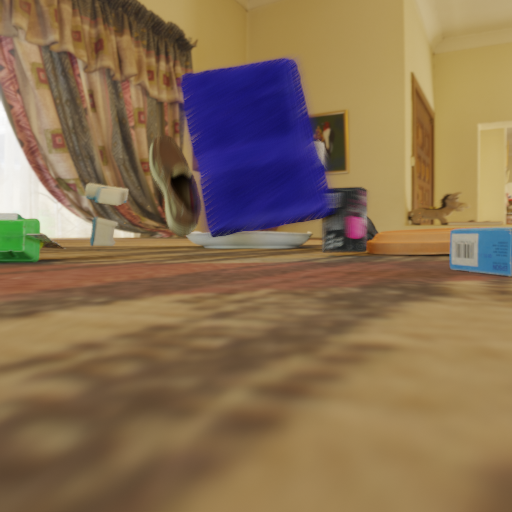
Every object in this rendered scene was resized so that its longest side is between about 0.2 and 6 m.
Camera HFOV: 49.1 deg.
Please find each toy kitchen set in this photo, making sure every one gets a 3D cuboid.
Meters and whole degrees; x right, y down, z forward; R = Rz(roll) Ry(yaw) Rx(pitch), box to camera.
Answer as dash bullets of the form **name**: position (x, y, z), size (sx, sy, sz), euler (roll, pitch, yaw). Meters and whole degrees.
- **toy kitchen set**: position (-3.537, -0.940, 12.727), size (0.923, 1.255, 1.566), euler (8, 8, -7)

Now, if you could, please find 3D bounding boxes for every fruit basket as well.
- **fruit basket**: position (-3.341, -0.222, 7.581), size (1.250, 0.633, 1.350), euler (0, -1, -7)

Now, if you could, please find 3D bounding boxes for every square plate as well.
- **square plate**: position (-0.101, -0.442, 14.927), size (3.158, 0.449, 3.128), euler (0, 3, 4)

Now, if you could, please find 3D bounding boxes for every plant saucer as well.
- **plant saucer**: position (3.291, -0.296, 10.289), size (2.498, 0.403, 2.498), euler (-4, 4, 0)

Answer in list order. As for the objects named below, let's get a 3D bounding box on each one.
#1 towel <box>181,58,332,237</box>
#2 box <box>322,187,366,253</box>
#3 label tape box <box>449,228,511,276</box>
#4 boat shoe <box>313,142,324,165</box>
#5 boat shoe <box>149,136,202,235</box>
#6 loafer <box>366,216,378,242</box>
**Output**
- **towel**: position (-0.001, -1.713, 8.602), size (1.946, 2.636, 0.653), euler (-11, -9, -9)
- **box**: position (1.455, -0.577, 9.231), size (0.690, 1.044, 0.599), euler (0, 0, 17)
- **label tape box**: position (2.771, -0.053, 5.405), size (1.403, 0.444, 1.012), euler (0, 2, -11)
- **boat shoe**: position (0.445, -2.119, 11.201), size (1.839, 0.604, 0.662), euler (8, -5, 17)
- **boat shoe**: position (-1.499, -1.525, 10.986), size (0.799, 2.163, 0.800), euler (-9, -20, -31)
- **loafer**: position (2.416, -0.689, 13.376), size (1.064, 1.057, 2.923), euler (0, 1, 17)
